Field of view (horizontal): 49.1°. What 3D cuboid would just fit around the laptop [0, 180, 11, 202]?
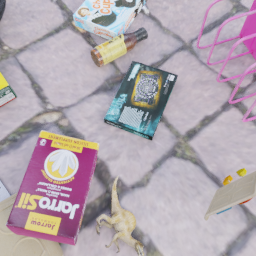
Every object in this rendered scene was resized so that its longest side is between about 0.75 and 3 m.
[{"bbox_3d":[-3.828,1.486,6.749,1.252,0.775,1.338,-38,71,-15],"label":"laptop"}]

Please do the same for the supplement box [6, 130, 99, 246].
[{"bbox_3d":[-1.610,1.358,6.425,1.447,1.141,2.210,13,60,-4],"label":"supplement box"}]

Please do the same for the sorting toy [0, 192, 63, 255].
[{"bbox_3d":[-2.554,3.000,6.160,2.078,0.373,2.789,-27,67,-26],"label":"sorting toy"}]

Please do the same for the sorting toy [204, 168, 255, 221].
[{"bbox_3d":[2.430,1.347,6.235,0.241,1.341,1.800,51,32,7],"label":"sorting toy"}]

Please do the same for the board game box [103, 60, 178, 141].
[{"bbox_3d":[0.397,-0.859,8.100,1.475,0.307,2.181,21,67,9],"label":"board game box"}]

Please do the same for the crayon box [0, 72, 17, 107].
[{"bbox_3d":[-4.906,-1.136,7.984,2.562,0.747,2.210,-34,68,-15],"label":"crayon box"}]

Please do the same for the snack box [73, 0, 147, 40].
[{"bbox_3d":[-0.421,-4.297,9.584,1.635,0.522,2.815,25,68,11],"label":"snack box"}]

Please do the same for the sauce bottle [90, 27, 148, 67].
[{"bbox_3d":[-0.246,-2.578,8.756,1.899,0.627,0.627,-32,69,-17],"label":"sauce bottle"}]

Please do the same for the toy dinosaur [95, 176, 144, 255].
[{"bbox_3d":[-0.284,2.193,6.659,0.960,0.552,1.898,-16,73,-24],"label":"toy dinosaur"}]

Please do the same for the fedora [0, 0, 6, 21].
[{"bbox_3d":[-4.581,-3.789,8.869,1.042,2.281,2.281,27,64,-22],"label":"fedora"}]

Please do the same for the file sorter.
[{"bbox_3d":[3.433,-1.966,7.677,1.878,2.081,2.994,-19,67,-6],"label":"file sorter"}]
